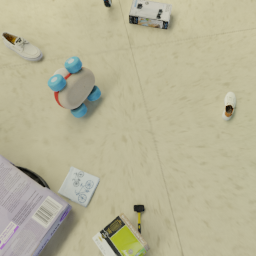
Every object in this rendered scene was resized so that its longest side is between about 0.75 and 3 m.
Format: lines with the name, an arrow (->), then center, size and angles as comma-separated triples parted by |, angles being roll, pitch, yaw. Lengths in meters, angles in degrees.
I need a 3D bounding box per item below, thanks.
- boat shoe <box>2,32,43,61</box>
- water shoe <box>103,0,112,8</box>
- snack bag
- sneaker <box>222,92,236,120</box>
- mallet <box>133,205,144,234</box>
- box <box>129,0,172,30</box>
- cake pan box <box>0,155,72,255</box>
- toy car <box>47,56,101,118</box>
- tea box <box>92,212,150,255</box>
boat shoe -> -3.254, -2.528, 8.528 | 1.404, 0.490, 0.498 | 31, 71, 12
water shoe -> -0.672, -4.232, 8.918 | 0.313, 0.876, 0.346 | 7, 77, -1
snack bag -> -1.254, 1.478, 7.092 | 0.845, 0.090, 0.797 | 22, 69, 8
sneaker -> 2.875, -0.675, 7.827 | 0.329, 0.383, 0.905 | 13, 67, 7
mallet -> 0.228, 2.262, 6.747 | 0.272, 0.170, 0.826 | 7, 71, 2
box -> 0.726, -3.697, 9.066 | 1.296, 0.390, 0.756 | 12, 68, 5
cake pan box -> -3.088, 2.151, 6.483 | 2.567, 0.729, 2.788 | 31, 71, 10
toy car -> -1.741, -1.200, 7.780 | 1.431, 1.319, 1.266 | 21, 66, 39
tea box -> -0.137, 2.567, 6.233 | 0.891, 0.605, 0.906 | -38, 58, -12
